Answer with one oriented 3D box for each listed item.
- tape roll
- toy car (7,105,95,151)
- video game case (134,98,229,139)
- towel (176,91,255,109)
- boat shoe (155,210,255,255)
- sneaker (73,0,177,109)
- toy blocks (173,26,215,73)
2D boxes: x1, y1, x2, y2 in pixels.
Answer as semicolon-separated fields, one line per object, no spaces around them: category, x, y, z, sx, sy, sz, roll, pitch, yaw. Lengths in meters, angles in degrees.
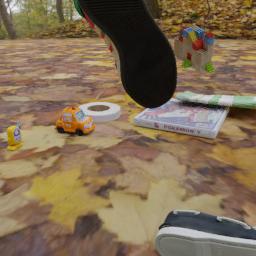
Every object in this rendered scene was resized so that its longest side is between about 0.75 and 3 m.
tape roll;-1.009;-0.566;9.726;1.531;0.280;1.531;-1;22;0
toy car;-2.024;-0.052;7.727;1.187;0.805;2.420;14;25;33
video game case;1.894;-0.455;9.391;2.524;0.318;2.770;10;24;24
towel;3.437;-1.056;10.226;2.991;0.350;2.281;9;12;19
boat shoe;1.450;1.539;3.726;2.131;0.806;0.643;10;30;21
sneaker;-0.080;-1.306;3.682;0.878;2.099;1.267;-26;39;8
toy blocks;2.229;-2.850;9.624;0.951;1.301;1.904;-26;48;-19
